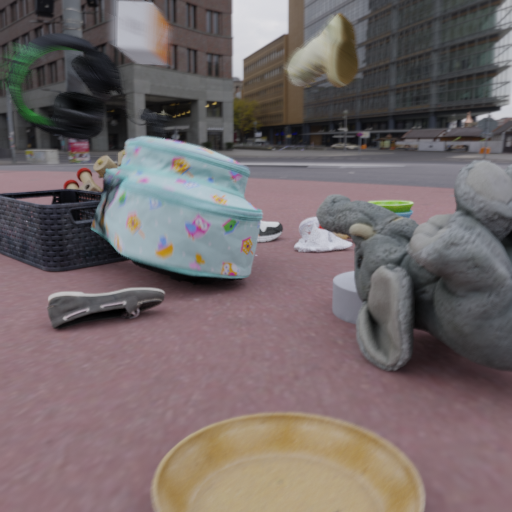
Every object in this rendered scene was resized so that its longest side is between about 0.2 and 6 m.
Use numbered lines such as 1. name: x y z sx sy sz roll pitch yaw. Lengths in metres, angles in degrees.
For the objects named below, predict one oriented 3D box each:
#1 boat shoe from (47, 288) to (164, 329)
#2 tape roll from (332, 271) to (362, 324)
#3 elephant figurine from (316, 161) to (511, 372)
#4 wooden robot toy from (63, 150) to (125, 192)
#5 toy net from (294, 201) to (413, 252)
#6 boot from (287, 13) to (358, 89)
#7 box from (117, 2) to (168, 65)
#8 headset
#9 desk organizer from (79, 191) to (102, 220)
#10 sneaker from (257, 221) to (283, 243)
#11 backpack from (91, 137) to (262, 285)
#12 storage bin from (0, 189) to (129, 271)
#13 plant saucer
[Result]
1. boat shoe: -1.997 0.733 7.572 1.559 0.444 0.521 -2 -26 -23
2. tape roll: 1.797 0.586 7.909 1.434 0.474 1.434 0 13 0
3. elephant figurine: 1.941 0.296 6.306 2.118 2.322 2.993 31 -26 -17
4. wooden robot toy: -4.218 -1.560 15.318 3.366 1.527 1.483 -40 44 3
5. toy net: 2.074 -0.821 13.627 2.163 0.796 4.124 11 16 40
6. boot: 1.179 -3.482 10.322 0.627 1.739 1.345 30 -40 -31
7. box: -1.876 -3.677 9.334 0.563 0.718 1.155 4 8 2
8. headset: -3.495 -3.324 12.009 3.343 2.064 1.571 7 36 -49
9. desk organizer: -3.076 -1.128 14.528 2.913 1.045 1.122 -5 16 -23
10. sneaker: -0.375 -0.744 13.229 2.107 0.843 0.777 -2 11 -14
11. backpack: -1.265 -0.749 9.628 2.635 2.298 2.997 13 15 -26
12. storage bin: -4.007 -0.621 11.591 1.862 1.291 2.754 -12 18 -43
13. plant saucer: 0.197 1.583 3.703 1.738 0.308 1.738 0 12 0
